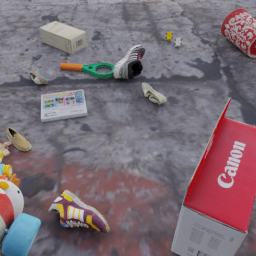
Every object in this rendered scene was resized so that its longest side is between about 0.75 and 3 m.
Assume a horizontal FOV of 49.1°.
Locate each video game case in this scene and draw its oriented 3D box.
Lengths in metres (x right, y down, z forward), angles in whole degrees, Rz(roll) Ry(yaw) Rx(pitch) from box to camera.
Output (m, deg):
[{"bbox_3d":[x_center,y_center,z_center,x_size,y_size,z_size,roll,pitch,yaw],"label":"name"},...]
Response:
[{"bbox_3d":[-2.223,-0.794,9.667,1.501,0.178,1.366,-9,43,-8],"label":"video game case"}]

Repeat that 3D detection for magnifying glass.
[{"bbox_3d":[-1.617,-2.404,11.389,2.301,0.258,0.916,9,44,6],"label":"magnifying glass"}]

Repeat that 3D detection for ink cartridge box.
[{"bbox_3d":[2.058,1.131,5.903,1.170,2.450,2.791,20,47,20],"label":"ink cartridge box"}]

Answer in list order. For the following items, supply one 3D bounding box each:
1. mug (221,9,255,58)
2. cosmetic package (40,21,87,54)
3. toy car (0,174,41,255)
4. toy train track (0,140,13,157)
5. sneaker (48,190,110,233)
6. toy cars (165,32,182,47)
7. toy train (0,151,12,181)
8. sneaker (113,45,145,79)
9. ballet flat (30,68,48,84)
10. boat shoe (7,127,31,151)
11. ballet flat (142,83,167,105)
[{"bbox_3d":[5.512,-4.257,12.502,1.875,1.409,2.112,-17,48,-3],"label":"mug"},{"bbox_3d":[-2.977,-4.199,12.934,2.022,0.739,1.047,27,49,25],"label":"cosmetic package"},{"bbox_3d":[-2.831,1.636,5.785,2.224,2.134,2.413,24,24,-6],"label":"toy car"},{"bbox_3d":[-3.976,0.380,8.358,1.433,0.233,0.822,33,52,31],"label":"toy train track"},{"bbox_3d":[-1.121,2.063,6.361,1.524,0.571,0.686,23,54,32],"label":"sneaker"},{"bbox_3d":[2.153,-4.119,13.199,0.561,0.277,1.251,-31,54,-13],"label":"toy cars"},{"bbox_3d":[-3.921,1.177,7.291,1.564,0.579,2.082,-34,49,-29],"label":"toy train"},{"bbox_3d":[0.283,-2.573,11.189,0.902,0.760,2.061,22,51,21],"label":"sneaker"},{"bbox_3d":[-3.457,-1.910,10.788,0.395,0.400,1.174,-40,48,-10],"label":"ballet flat"},{"bbox_3d":[-3.266,0.318,8.287,1.005,0.383,0.360,30,47,22],"label":"boat shoe"},{"bbox_3d":[0.831,-1.206,9.974,0.432,0.432,1.244,-30,51,-28],"label":"ballet flat"}]
